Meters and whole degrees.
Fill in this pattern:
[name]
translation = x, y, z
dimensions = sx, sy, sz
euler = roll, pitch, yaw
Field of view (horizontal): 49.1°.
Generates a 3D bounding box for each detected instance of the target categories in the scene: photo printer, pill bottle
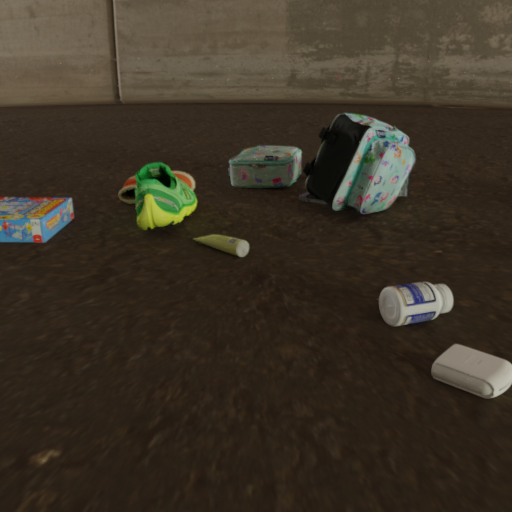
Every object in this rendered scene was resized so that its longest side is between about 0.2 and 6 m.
[photo printer]
translation = 2.737, 1.445, 7.004
dimensions = 0.845, 0.293, 0.703
euler = 17, 26, 40
[pill bottle]
translation = 2.459, 0.714, 8.574
dimensions = 1.004, 0.601, 0.601
euler = -6, 21, -20

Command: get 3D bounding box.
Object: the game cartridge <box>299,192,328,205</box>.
[game cartridge]
translation = 1.847, -1.621, 15.556
dimensions = 1.136, 0.218, 0.737
euler = 12, 19, 29

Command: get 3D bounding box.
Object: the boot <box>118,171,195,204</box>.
[boot]
translation = -2.736, -1.802, 15.365
dimensions = 2.063, 0.774, 1.106
euler = -4, 22, 13

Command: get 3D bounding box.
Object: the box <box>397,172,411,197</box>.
[box]
translation = 3.952, -2.094, 15.994
dimensions = 0.754, 0.760, 0.468
euler = 0, 21, -1

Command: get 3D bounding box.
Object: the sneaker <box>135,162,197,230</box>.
[sneaker]
translation = -2.166, -1.597, 13.527
dimensions = 1.241, 1.400, 3.350
euler = -7, 16, 0

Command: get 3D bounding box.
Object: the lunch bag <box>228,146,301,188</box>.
[lunch bag]
translation = 0.284, -2.857, 17.742
dimensions = 2.074, 0.997, 2.586
euler = 6, 21, 15

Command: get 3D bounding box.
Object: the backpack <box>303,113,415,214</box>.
[backpack]
translation = 2.791, -2.306, 14.275
dimensions = 2.001, 2.360, 2.658
euler = 34, 26, 25

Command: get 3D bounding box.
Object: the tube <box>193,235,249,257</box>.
[tube]
translation = -0.709, -0.270, 11.714
dimensions = 1.362, 0.353, 0.395
euler = 17, -19, 45

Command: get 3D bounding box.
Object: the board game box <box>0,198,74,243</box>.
[board game box]
translation = -5.478, -0.863, 12.936
dimensions = 1.898, 0.542, 1.939
euler = 0, 20, 2
